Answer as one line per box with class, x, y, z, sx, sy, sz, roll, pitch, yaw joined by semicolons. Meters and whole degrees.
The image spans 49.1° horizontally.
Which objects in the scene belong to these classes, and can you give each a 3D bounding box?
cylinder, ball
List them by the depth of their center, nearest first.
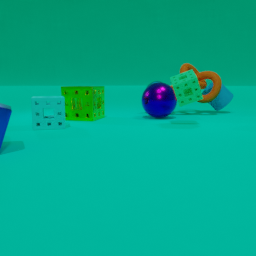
ball;1.124;-1.000;10.105;1.287;1.287;1.287;0;9;0
cylinder;3.781;-1.388;11.895;0.960;0.960;0.960;42;8;-6

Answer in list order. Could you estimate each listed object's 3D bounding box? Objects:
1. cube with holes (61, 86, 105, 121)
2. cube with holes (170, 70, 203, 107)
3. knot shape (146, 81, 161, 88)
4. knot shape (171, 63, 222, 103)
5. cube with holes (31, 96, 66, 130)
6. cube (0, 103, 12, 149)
cube with holes;-1.569;-0.904;9.970;1.154;1.154;1.154;3;10;16
cube with holes;1.754;-1.209;8.454;0.722;0.722;0.722;-19;28;11
knot shape;1.152;-1.147;11.476;1.321;1.411;0.652;-31;15;46
knot shape;2.670;-1.905;11.379;2.040;0.943;1.909;3;42;7
cube with holes;-2.303;-0.461;8.139;0.882;0.882;0.882;-3;10;-15
cube;-2.757;-0.090;5.264;0.869;0.869;0.869;17;2;-25
